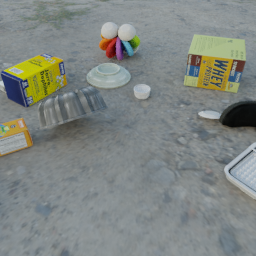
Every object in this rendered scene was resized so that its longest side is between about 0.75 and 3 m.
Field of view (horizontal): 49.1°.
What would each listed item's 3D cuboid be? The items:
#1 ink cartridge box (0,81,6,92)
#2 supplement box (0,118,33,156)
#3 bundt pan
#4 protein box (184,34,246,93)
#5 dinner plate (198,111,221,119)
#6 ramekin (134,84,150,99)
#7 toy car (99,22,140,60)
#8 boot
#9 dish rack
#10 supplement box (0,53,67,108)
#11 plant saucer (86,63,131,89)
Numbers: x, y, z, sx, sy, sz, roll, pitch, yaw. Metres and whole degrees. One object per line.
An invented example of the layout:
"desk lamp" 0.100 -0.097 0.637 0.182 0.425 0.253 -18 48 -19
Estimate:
"ink cartridge box" -5.460 -2.220 13.706 0.817 0.377 1.499 25 44 28
"supplement box" -4.856 0.527 9.888 2.688 0.925 0.894 -18 41 -24
"bundt pan" -2.134 -0.829 10.442 2.689 1.009 2.689 -17 7 2
"protein box" 4.295 -3.254 13.895 2.535 1.710 2.516 11 40 13
"dinner plate" 3.430 -0.573 11.577 1.002 0.121 1.002 4 20 -1
"ramekin" 0.649 -1.665 12.993 0.765 0.401 0.765 0 39 0
"toy car" -0.523 -4.728 15.886 2.345 2.052 1.758 11 75 12
"boot" 5.081 -0.192 10.691 2.642 0.994 1.975 -12 41 -15
"dish rack" 4.410 1.509 9.001 2.285 0.498 1.961 -28 47 -30
"supplement box" -4.268 -2.271 12.958 1.385 1.376 2.528 24 45 27
"plant saucer" -0.996 -2.797 14.266 2.271 0.570 2.271 0 38 0
